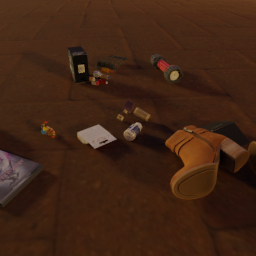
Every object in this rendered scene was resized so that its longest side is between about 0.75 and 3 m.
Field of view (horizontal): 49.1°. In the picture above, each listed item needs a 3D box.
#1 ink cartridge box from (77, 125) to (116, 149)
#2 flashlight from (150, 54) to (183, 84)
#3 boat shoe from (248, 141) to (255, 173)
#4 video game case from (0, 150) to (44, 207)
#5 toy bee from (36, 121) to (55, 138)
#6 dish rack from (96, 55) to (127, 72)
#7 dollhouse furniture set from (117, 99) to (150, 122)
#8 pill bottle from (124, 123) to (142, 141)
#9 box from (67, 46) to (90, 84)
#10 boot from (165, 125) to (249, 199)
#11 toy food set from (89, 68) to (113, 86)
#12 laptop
[{"bbox_3d":[-1.101,0.365,9.931,0.946,0.292,1.166,-22,43,-32],"label":"ink cartridge box"},{"bbox_3d":[1.942,-3.247,14.897,0.909,0.906,2.676,-13,36,-14],"label":"flashlight"},{"bbox_3d":[4.244,1.181,8.349,0.643,0.710,1.993,3,39,-10],"label":"boat shoe"},{"bbox_3d":[-4.037,1.356,8.448,2.374,0.225,1.696,13,36,21],"label":"video game case"},{"bbox_3d":[-2.996,0.010,10.185,0.854,0.464,0.559,20,0,-1],"label":"toy bee"},{"bbox_3d":[-0.877,-3.776,16.129,1.314,0.467,1.713,20,36,25],"label":"dish rack"},{"bbox_3d":[0.247,-0.460,11.355,1.124,0.891,0.798,30,-4,5],"label":"dollhouse furniture set"},{"bbox_3d":[0.208,0.110,10.161,0.420,0.420,0.757,18,37,25],"label":"pill bottle"},{"bbox_3d":[-2.526,-3.242,14.332,0.773,1.485,1.352,-11,35,-15],"label":"box"},{"bbox_3d":[1.868,0.888,8.545,2.921,1.076,2.260,-17,32,-30],"label":"boot"},{"bbox_3d":[-1.321,-2.507,13.971,0.605,0.642,1.344,15,36,22],"label":"toy food set"},{"bbox_3d":[3.340,0.311,10.178,1.319,0.816,1.409,-19,9,-28],"label":"laptop"}]
